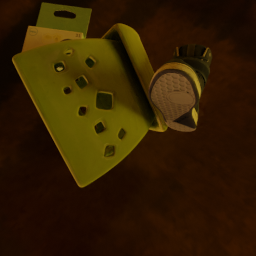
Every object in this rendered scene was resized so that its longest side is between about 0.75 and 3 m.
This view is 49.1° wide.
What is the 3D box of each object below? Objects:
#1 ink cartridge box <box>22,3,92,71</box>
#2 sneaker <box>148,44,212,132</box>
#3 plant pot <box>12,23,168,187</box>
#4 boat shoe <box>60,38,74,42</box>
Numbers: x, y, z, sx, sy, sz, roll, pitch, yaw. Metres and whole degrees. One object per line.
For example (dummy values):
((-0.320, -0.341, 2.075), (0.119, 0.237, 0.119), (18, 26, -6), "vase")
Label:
((-2.080, -2.770, 8.288), (1.655, 0.545, 2.275), (9, 79, 2), "ink cartridge box")
((1.004, -1.035, 5.039), (0.853, 2.244, 1.622), (11, 75, 16), "sneaker")
((-0.769, -0.682, 6.458), (2.501, 2.743, 2.757), (-28, 102, -13), "plant pot")
((-1.088, -1.917, 7.742), (1.786, 0.534, 0.638), (20, 78, -25), "boat shoe")
